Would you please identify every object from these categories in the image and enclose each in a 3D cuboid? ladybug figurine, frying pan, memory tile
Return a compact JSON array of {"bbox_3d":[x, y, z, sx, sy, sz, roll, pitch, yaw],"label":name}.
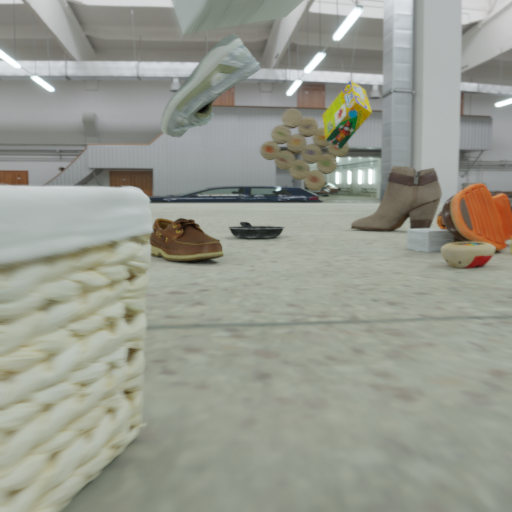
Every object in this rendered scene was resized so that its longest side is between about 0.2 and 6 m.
[{"bbox_3d":[3.230,-0.012,8.527,1.003,0.361,0.681,-5,9,-35],"label":"ladybug figurine"},{"bbox_3d":[-0.254,-0.641,13.930,1.375,0.370,2.273,-4,6,-35],"label":"frying pan"},{"bbox_3d":[1.125,-2.560,13.336,1.888,1.447,0.158,37,2,21],"label":"memory tile"}]

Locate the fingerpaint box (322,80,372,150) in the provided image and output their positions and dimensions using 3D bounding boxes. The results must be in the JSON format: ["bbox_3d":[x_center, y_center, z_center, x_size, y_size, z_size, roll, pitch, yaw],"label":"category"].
[{"bbox_3d":[1.918,-3.016,11.957,0.450,1.024,1.228,29,33,-19],"label":"fingerpaint box"}]

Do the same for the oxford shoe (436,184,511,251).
[{"bbox_3d":[4.153,-0.584,11.018,1.298,1.269,3.560,-16,-10,34],"label":"oxford shoe"}]

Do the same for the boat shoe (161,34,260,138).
[{"bbox_3d":[-1.024,-3.246,11.450,2.824,0.906,1.041,-38,8,41],"label":"boat shoe"}]

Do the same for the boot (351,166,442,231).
[{"bbox_3d":[3.900,-1.602,15.716,2.504,1.831,0.879,2,9,23],"label":"boot"}]

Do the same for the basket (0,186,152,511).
[{"bbox_3d":[-1.302,0.353,1.888,1.314,1.196,1.939,1,6,14],"label":"basket"}]

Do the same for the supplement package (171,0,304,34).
[{"bbox_3d":[-0.216,-3.413,6.099,1.484,1.419,1.091,-21,5,-28],"label":"supplement package"}]

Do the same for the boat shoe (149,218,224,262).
[{"bbox_3d":[-1.263,-0.287,9.432,0.740,0.694,2.056,-5,8,-35],"label":"boat shoe"}]

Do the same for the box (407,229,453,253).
[{"bbox_3d":[3.353,-0.304,10.809,0.632,0.413,0.628,-3,7,-24],"label":"box"}]
